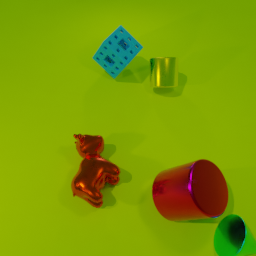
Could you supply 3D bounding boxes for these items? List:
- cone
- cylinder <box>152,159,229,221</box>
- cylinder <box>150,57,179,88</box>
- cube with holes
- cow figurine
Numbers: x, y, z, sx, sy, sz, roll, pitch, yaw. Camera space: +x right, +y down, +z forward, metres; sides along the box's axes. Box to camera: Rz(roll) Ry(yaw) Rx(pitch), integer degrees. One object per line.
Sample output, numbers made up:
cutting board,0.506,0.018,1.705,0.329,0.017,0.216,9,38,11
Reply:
cone,2.621,2.578,6.221,0.986,0.983,0.983,28,54,-13
cylinder,1.377,1.424,6.301,1.226,1.226,1.226,15,63,-32
cylinder,1.144,-1.769,8.915,0.909,0.909,0.909,-1,11,0
cube with holes,-0.341,-2.461,9.149,1.000,1.000,1.000,42,59,-9
cow figurine,-1.002,0.983,7.150,1.660,0.926,1.687,29,59,15
